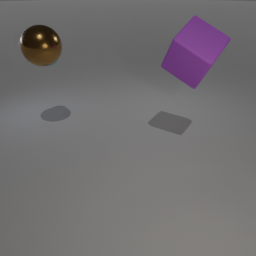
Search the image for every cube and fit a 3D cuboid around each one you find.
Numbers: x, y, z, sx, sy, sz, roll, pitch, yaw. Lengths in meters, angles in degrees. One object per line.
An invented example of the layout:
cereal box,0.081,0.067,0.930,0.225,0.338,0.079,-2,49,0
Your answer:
cube,2.158,-2.433,9.093,1.400,1.400,1.400,36,64,6

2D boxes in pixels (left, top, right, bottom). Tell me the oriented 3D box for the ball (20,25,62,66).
ball,-3.018,-2.863,9.771,1.400,1.400,1.400,0,28,0

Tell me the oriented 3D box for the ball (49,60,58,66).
ball,-3.055,-2.760,10.831,0.700,0.700,0.700,0,28,0
